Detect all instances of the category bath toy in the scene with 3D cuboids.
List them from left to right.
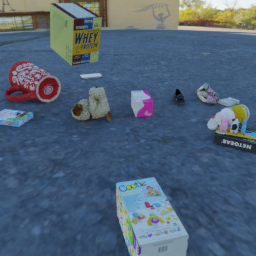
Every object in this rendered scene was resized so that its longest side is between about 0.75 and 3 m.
[{"bbox_3d":[3.662,-0.166,10.396,1.360,0.503,0.591,7,25,18],"label":"bath toy"}]

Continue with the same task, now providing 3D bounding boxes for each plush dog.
[{"bbox_3d":[-1.650,-0.822,12.204,1.628,1.521,1.896,-18,-2,-5],"label":"plush dog"}]

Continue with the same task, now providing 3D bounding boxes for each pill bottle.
[{"bbox_3d":[4.361,-0.512,11.786,1.354,0.752,0.752,-13,28,-26],"label":"pill bottle"}]

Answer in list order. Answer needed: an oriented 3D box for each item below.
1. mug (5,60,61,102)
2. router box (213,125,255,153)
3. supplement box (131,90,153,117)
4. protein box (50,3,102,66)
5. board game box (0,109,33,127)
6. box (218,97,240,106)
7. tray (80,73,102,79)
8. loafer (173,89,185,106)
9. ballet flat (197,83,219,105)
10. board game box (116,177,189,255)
[{"bbox_3d":[-5.017,-2.164,14.852,2.641,2.344,1.762,26,-1,36],"label":"mug"},{"bbox_3d":[4.103,0.350,10.366,1.594,0.407,1.189,13,28,26],"label":"router box"},{"bbox_3d":[0.632,-1.168,13.146,0.791,0.808,1.563,-2,24,-6],"label":"supplement box"},{"bbox_3d":[-2.228,-3.965,11.730,1.302,1.916,1.930,-20,47,-35],"label":"protein box"},{"bbox_3d":[-5.094,-0.449,12.239,1.466,0.268,1.109,6,26,14],"label":"board game box"},{"bbox_3d":[5.123,-1.332,14.239,0.837,0.172,0.652,-13,28,-27],"label":"box"},{"bbox_3d":[-2.481,-3.480,18.842,1.367,0.152,0.734,-8,26,-17],"label":"tray"},{"bbox_3d":[2.596,-1.593,14.422,0.551,0.483,1.534,0,25,-1],"label":"loafer"},{"bbox_3d":[4.106,-1.802,14.718,0.805,0.782,2.262,-18,24,9],"label":"ballet flat"},{"bbox_3d":[0.416,2.057,6.057,0.993,0.975,1.894,-6,26,-13],"label":"board game box"}]
